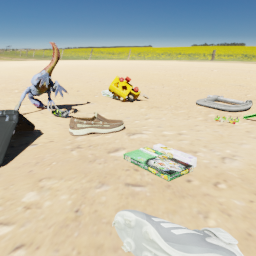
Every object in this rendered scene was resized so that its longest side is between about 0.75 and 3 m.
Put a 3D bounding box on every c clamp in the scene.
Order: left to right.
[{"bbox_3d":[4.327,-1.182,12.380,2.333,0.370,2.731,-9,19,-26],"label":"c clamp"}]

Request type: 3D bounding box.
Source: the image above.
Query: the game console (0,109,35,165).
[{"bbox_3d":[-4.188,0.392,7.357,2.795,1.627,2.459,0,-13,-1],"label":"game console"}]

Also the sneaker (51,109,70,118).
[{"bbox_3d":[-2.482,-0.543,10.268,0.798,0.283,0.331,3,-15,27],"label":"sneaker"}]

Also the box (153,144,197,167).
[{"bbox_3d":[1.068,0.645,6.561,0.228,0.244,1.179,-14,23,-37],"label":"box"}]

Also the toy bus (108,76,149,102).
[{"bbox_3d":[-0.125,-1.634,13.007,1.650,1.557,0.853,19,68,49],"label":"toy bus"}]

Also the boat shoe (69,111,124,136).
[{"bbox_3d":[-0.925,-0.175,8.564,1.740,0.644,0.643,-7,18,-23],"label":"boat shoe"}]

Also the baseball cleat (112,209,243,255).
[{"bbox_3d":[0.649,1.452,3.528,1.687,0.588,0.898,23,21,31],"label":"baseball cleat"}]

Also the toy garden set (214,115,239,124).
[{"bbox_3d":[3.481,-0.324,9.891,0.821,0.164,0.684,8,18,24],"label":"toy garden set"}]

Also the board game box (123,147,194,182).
[{"bbox_3d":[0.641,0.765,6.306,0.780,0.175,1.489,-15,22,-35],"label":"board game box"}]

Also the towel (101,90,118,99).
[{"bbox_3d":[-0.542,-1.823,14.574,1.366,0.329,1.169,-12,21,-35],"label":"towel"}]

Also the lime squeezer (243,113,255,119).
[{"bbox_3d":[4.329,-0.374,8.896,0.865,0.462,2.448,-15,10,13],"label":"lime squeezer"}]

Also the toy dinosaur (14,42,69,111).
[{"bbox_3d":[-3.179,-1.536,10.732,1.492,2.841,2.578,22,-5,-32],"label":"toy dinosaur"}]
